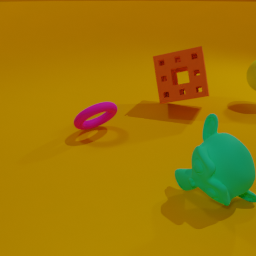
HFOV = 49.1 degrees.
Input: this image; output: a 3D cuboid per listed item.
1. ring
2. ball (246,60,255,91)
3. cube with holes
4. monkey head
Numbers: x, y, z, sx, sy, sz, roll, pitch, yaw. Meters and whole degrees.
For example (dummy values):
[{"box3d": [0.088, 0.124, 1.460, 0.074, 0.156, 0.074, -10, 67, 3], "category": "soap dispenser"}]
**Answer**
[{"box3d": [-0.753, -0.275, 6.570, 1.089, 1.089, 0.218, -17, 74, -30], "category": "ring"}, {"box3d": [3.948, -1.524, 8.044, 1.014, 1.014, 1.014, 0, 27, 0], "category": "ball"}, {"box3d": [1.514, -1.404, 7.756, 1.254, 1.254, 1.254, -8, 4, 18], "category": "cube with holes"}, {"box3d": [1.391, 0.647, 4.524, 0.970, 1.609, 1.158, -27, 0, -33], "category": "monkey head"}]
